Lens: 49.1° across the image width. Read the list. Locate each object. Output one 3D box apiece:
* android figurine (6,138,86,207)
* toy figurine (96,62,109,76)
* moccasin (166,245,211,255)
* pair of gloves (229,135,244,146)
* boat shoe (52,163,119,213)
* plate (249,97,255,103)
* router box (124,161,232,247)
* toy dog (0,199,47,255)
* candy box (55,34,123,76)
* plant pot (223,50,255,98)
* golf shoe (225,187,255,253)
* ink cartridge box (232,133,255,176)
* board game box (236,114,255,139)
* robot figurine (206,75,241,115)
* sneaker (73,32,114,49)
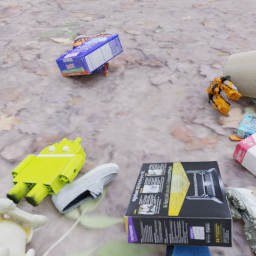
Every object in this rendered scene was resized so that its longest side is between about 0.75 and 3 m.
[{"bbox_3d":[-2.381,1.194,8.576,2.462,0.555,2.705,-3,35,34],"label":"android figurine"},{"bbox_3d":[-1.394,-3.127,14.246,0.737,0.649,1.229,-2,38,6],"label":"toy figurine"},{"bbox_3d":[1.406,3.097,6.375,1.200,1.017,2.983,10,36,8],"label":"moccasin"},{"bbox_3d":[4.171,0.534,10.175,0.785,0.109,0.881,-3,41,-8],"label":"pair of gloves"},{"bbox_3d":[-1.113,1.807,8.219,2.159,0.753,0.769,-25,52,-19],"label":"boat shoe"},{"bbox_3d":[6.345,-1.436,12.472,1.823,0.233,1.823,-1,40,1],"label":"plate"},{"bbox_3d":[1.212,1.647,6.718,2.100,0.698,2.671,-3,17,13],"label":"router box"},{"bbox_3d":[-3.014,2.913,6.220,2.000,1.439,2.063,-21,42,18],"label":"toy dog"},{"bbox_3d":[-1.883,-3.581,13.807,2.190,0.998,2.591,7,39,43],"label":"candy box"},{"bbox_3d":[5.483,-2.253,11.752,2.617,2.617,2.396,-33,28,-33],"label":"plant pot"},{"bbox_3d":[3.496,2.448,7.315,1.110,0.894,2.282,-3,43,-24],"label":"golf shoe"},{"bbox_3d":[4.557,1.019,9.012,1.296,0.755,1.791,-22,47,-24],"label":"ink cartridge box"},{"bbox_3d":[4.755,0.022,10.541,1.015,0.315,1.344,22,38,24],"label":"board game box"},{"bbox_3d":[3.797,-1.426,11.409,0.565,1.408,1.942,22,26,-19],"label":"robot figurine"},{"bbox_3d":[-1.886,-4.595,15.870,2.610,1.012,1.462,-4,43,11],"label":"sneaker"}]
